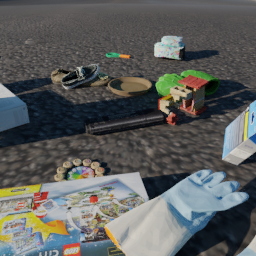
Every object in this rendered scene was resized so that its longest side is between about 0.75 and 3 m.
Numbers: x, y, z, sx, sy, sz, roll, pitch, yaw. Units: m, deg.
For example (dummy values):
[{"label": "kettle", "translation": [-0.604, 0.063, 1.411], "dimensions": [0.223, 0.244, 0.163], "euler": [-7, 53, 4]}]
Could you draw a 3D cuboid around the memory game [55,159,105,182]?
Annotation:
[{"label": "memory game", "translation": [-1.092, 1.062, 6.450], "dimensions": [1.177, 0.075, 1.177], "euler": [2, 30, -1]}]

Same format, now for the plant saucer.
[{"label": "plant saucer", "translation": [0.083, -1.658, 11.216], "dimensions": [1.753, 0.258, 1.753], "euler": [0, 28, 0]}]

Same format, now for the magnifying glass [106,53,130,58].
[{"label": "magnifying glass", "translation": [-0.564, -4.041, 15.654], "dimensions": [1.425, 0.160, 0.567], "euler": [10, 30, 21]}]

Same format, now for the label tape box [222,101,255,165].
[{"label": "label tape box", "translation": [2.754, 0.117, 6.485], "dimensions": [0.456, 1.379, 0.988], "euler": [22, 57, -3]}]

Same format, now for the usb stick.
[{"label": "usb stick", "translation": [-0.077, -0.210, 8.457], "dimensions": [2.480, 0.404, 0.688], "euler": [-10, 36, -17]}]

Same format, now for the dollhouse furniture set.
[{"label": "dollhouse furniture set", "translation": [1.660, -0.829, 8.963], "dimensions": [2.010, 1.082, 0.818], "euler": [-28, 40, -31]}]

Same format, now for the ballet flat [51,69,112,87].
[{"label": "ballet flat", "translation": [-1.976, -2.172, 11.767], "dimensions": [2.588, 0.600, 0.872], "euler": [4, 31, 7]}]

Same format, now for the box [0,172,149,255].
[{"label": "box", "translation": [-0.955, 1.703, 4.845], "dimensions": [2.821, 0.532, 1.927], "euler": [-5, 29, -9]}]

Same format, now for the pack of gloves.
[{"label": "pack of gloves", "translation": [1.405, 1.912, 4.444], "dimensions": [2.817, 0.556, 2.366], "euler": [-20, 50, -34]}]

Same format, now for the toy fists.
[{"label": "toy fists", "translation": [2.196, -1.608, 10.552], "dimensions": [2.516, 0.865, 1.282], "euler": [-17, 40, -30]}]

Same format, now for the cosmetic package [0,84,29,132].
[{"label": "cosmetic package", "translation": [-4.697, -0.624, 8.865], "dimensions": [2.075, 0.711, 2.752], "euler": [-20, 35, -35]}]

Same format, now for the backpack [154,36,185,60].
[{"label": "backpack", "translation": [2.231, -4.309, 15.129], "dimensions": [1.623, 1.222, 1.441], "euler": [3, 28, 16]}]

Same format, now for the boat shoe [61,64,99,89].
[{"label": "boat shoe", "translation": [-1.915, -2.158, 11.204], "dimensions": [1.647, 0.562, 0.608], "euler": [-25, 71, -7]}]
